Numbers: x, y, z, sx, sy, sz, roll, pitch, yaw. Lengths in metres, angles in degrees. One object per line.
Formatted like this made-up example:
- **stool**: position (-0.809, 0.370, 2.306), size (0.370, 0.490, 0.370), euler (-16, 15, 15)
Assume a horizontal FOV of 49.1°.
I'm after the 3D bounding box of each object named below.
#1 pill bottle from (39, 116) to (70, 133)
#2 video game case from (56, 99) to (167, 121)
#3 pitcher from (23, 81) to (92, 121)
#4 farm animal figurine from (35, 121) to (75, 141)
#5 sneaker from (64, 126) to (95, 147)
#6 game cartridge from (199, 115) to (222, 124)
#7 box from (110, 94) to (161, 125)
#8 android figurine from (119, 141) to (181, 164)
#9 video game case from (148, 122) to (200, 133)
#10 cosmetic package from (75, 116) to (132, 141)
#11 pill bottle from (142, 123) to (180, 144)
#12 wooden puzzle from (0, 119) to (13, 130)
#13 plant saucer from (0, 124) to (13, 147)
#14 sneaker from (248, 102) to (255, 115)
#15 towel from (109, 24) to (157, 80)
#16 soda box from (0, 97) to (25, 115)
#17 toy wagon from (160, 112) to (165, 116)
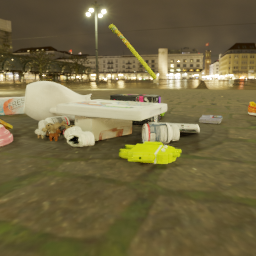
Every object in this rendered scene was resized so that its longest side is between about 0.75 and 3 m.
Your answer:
- **pill bottle**: position (-2.679, -0.117, 10.151), size (0.563, 0.563, 1.017), euler (9, 14, 42)
- **video game case**: position (-0.428, -0.661, 9.349), size (2.875, 0.341, 2.617), euler (6, 12, 23)
- **pitcher**: position (-2.906, -0.931, 12.121), size (2.935, 1.779, 2.518), euler (8, 20, -23)
- **farm animal figurine**: position (-2.322, 0.026, 9.279), size (1.117, 0.589, 1.129), euler (6, 12, 28)
- **sneaker**: position (-1.595, 0.265, 8.298), size (0.645, 0.506, 1.298), euler (-14, 16, -42)
- **game cartridge**: position (3.810, -0.424, 12.812), size (0.916, 0.271, 1.414), euler (-1, 9, 22)
- **box**: position (0.322, -0.847, 12.257), size (2.028, 1.240, 1.075), euler (4, 11, 21)
- **android figurine**: position (0.562, 0.604, 6.943), size (1.485, 0.305, 1.351), euler (2, 10, 18)
- **video game case**: position (1.603, -0.003, 9.507), size (1.568, 0.201, 1.725), euler (3, -4, 16)
- **cosmetic package**: position (-0.790, -0.100, 9.423), size (1.808, 0.789, 0.935), euler (-9, 15, -43)
- **pill bottle**: position (0.977, 0.169, 8.401), size (1.035, 0.619, 0.619), euler (-1, 10, -9)
- **wooden puzzle**: position (-5.221, -0.123, 9.506), size (2.122, 0.248, 1.432), euler (-3, -24, 8)
- **plant saucer**: position (-4.592, 0.220, 8.407), size (2.086, 0.529, 2.086), euler (0, 10, 0)
- **sneaker**: position (7.120, -0.969, 14.142), size (0.804, 0.849, 2.202), euler (-8, 14, -43)
- **towel**: position (0.189, -2.566, 9.614), size (0.210, 2.320, 0.999), euler (-40, 5, 14)
- **soda box**: position (-5.955, -1.280, 15.645), size (2.850, 0.906, 0.975), euler (-8, 13, -35)
- **toy wagon**: position (0.837, -0.810, 14.207), size (1.967, 0.502, 2.536), euler (2, 11, 11)
